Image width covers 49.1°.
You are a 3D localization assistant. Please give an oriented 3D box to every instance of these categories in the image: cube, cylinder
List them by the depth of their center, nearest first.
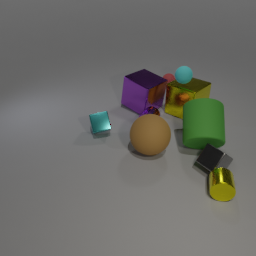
[{"bbox_3d":[2.711,1.624,8.081,0.700,0.700,0.700,7,31,11],"label":"cylinder"},{"bbox_3d":[2.727,1.006,8.831,0.700,0.700,0.700,27,8,-45],"label":"cube"},{"bbox_3d":[2.596,-0.112,9.655,1.400,1.400,1.400,3,70,5],"label":"cylinder"},{"bbox_3d":[-1.072,-0.198,10.741,0.700,0.700,0.700,-13,-4,-8],"label":"cube"},{"bbox_3d":[0.876,-0.438,11.456,0.700,0.700,0.700,16,35,24],"label":"cylinder"},{"bbox_3d":[2.591,-1.311,12.206,1.400,1.400,1.400,25,39,35],"label":"cube"},{"bbox_3d":[0.707,-1.613,12.507,1.400,1.400,1.400,33,42,30],"label":"cube"}]

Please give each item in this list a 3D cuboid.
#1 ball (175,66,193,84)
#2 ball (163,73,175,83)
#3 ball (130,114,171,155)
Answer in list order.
[{"bbox_3d":[2.236,-2.127,11.229,0.700,0.700,0.700,0,31,0],"label":"ball"},{"bbox_3d":[2.166,-2.549,14.894,0.700,0.700,0.700,0,31,0],"label":"ball"},{"bbox_3d":[0.754,0.226,9.515,1.400,1.400,1.400,0,31,0],"label":"ball"}]
